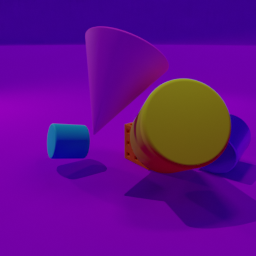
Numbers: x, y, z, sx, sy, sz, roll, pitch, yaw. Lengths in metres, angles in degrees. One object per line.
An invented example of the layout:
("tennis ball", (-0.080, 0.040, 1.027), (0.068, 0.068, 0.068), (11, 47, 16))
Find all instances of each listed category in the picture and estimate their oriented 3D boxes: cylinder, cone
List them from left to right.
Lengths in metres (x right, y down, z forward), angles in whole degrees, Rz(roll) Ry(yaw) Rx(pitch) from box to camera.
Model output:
("cylinder", (-1.271, 0.287, 5.939), (0.726, 0.726, 0.726), (3, 15, -29))
("cone", (-0.303, -0.624, 4.955), (1.597, 1.603, 1.597), (21, -7, 3))
("cylinder", (0.809, 0.048, 4.833), (1.395, 1.395, 1.395), (-3, -12, -8))
("cylinder", (1.965, 0.314, 5.916), (0.976, 0.976, 0.976), (13, 31, 34))

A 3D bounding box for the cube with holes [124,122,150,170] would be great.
("cube with holes", (0.494, 0.322, 6.344), (0.829, 0.829, 0.829), (-15, 23, -37))
